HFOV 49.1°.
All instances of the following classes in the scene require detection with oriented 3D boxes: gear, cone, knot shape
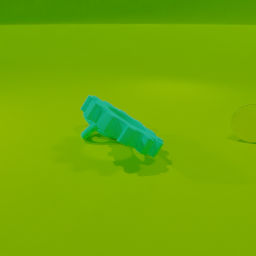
[{"bbox_3d":[-0.113,-0.059,6.200,1.924,0.356,1.924,32,8,-5],"label":"gear"},{"bbox_3d":[3.182,-0.336,7.109,1.037,1.037,1.040,8,31,19],"label":"cone"},{"bbox_3d":[-0.745,-0.123,7.397,1.261,0.583,1.180,-13,25,-29],"label":"knot shape"}]
